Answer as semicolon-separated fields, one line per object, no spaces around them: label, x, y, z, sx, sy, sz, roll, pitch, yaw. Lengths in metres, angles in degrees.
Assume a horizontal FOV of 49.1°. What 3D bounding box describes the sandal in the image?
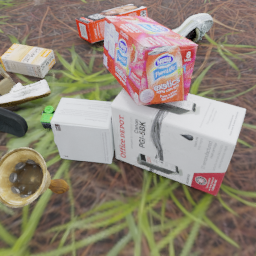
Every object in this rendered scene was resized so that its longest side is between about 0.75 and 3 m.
sandal;-4.199;-0.295;8.101;2.625;0.987;0.628;15;45;12

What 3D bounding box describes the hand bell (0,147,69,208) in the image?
hand bell;-1.749;1.167;6.002;1.080;2.074;1.080;-4;73;12

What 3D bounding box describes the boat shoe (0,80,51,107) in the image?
boat shoe;-3.395;-1.121;8.896;1.761;0.624;0.610;-17;88;-15

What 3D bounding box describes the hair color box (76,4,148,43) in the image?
hair color box;-0.655;-4.466;11.854;2.726;0.835;1.384;-24;37;-21

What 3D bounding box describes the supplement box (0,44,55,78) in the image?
supplement box;-3.699;-2.515;10.401;1.644;0.605;1.036;12;49;10

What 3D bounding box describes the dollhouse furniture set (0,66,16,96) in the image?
dollhouse furniture set;-4.873;-1.591;9.167;1.565;1.489;1.275;-42;54;-15

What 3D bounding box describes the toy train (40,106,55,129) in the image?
toy train;-1.423;-0.217;8.404;2.452;0.512;0.692;5;58;5

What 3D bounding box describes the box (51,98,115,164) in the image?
box;-1.092;0.091;7.425;1.477;1.469;0.965;6;48;6

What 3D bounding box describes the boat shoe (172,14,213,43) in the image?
boat shoe;2.381;-3.625;11.187;2.893;1.066;0.928;-31;61;-21

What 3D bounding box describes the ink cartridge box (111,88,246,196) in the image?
ink cartridge box;1.090;0.215;6.863;2.826;2.074;1.171;18;50;19

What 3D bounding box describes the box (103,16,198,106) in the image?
box;0.348;-1.644;6.379;1.198;1.251;2.509;-8;35;-20
